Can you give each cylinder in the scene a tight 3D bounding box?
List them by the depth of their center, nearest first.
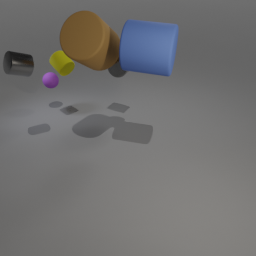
[{"bbox_3d":[0.602,-2.239,7.861,1.400,1.400,1.400,10,31,11],"label":"cylinder"},{"bbox_3d":[-1.077,-2.536,8.348,1.400,1.400,1.400,10,3,18],"label":"cylinder"},{"bbox_3d":[-3.375,-1.968,8.639,0.700,0.700,0.700,-1,23,-44],"label":"cylinder"},{"bbox_3d":[-0.258,-2.131,9.459,0.700,0.700,0.700,8,27,14],"label":"cylinder"},{"bbox_3d":[-2.530,-2.487,10.770,0.700,0.700,0.700,-29,69,-41],"label":"cylinder"}]

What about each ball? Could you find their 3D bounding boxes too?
[{"bbox_3d":[-3.417,-2.103,12.385,0.700,0.700,0.700,0,30,0],"label":"ball"}]
